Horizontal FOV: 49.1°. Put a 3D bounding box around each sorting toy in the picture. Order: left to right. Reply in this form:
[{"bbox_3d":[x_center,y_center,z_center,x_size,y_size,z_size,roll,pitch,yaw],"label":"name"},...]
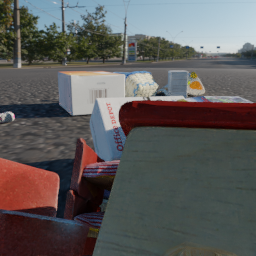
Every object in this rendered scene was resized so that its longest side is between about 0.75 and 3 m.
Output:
[{"bbox_3d":[2.404,-2.009,13.873,1.805,1.071,2.005,-25,21,-15],"label":"sorting toy"}]

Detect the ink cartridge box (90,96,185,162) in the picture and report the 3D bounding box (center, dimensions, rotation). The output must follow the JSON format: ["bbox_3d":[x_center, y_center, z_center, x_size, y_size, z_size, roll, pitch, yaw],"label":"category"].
[{"bbox_3d":[0.289,0.116,4.475,1.580,0.666,1.154,-4,54,-21],"label":"ink cartridge box"}]

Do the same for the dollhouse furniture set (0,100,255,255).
[{"bbox_3d":[0.023,0.353,1.716,1.247,0.942,2.317,1,-22,13],"label":"dollhouse furniture set"}]

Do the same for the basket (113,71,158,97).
[{"bbox_3d":[0.305,-1.901,12.005,1.548,1.221,1.756,-8,47,-31],"label":"basket"}]

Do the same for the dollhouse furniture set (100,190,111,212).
[{"bbox_3d":[0.471,0.369,3.506,1.303,1.167,1.645,3,13,24],"label":"dollhouse furniture set"}]

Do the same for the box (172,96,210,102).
[{"bbox_3d":[1.125,0.363,3.368,1.337,0.369,1.958,-12,47,-39],"label":"box"}]

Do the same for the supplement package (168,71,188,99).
[{"bbox_3d":[2.147,-1.848,12.130,0.739,1.235,0.749,0,14,-2],"label":"supplement package"}]

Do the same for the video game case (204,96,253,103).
[{"bbox_3d":[3.845,-1.052,11.099,1.655,0.213,1.820,1,14,3],"label":"video game case"}]

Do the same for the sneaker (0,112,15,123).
[{"bbox_3d":[-3.588,-0.258,7.879,0.771,0.314,0.340,-7,15,6],"label":"sneaker"}]

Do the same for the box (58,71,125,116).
[{"bbox_3d":[-1.385,-1.330,10.000,1.848,1.290,2.427,-6,16,-23],"label":"box"}]
